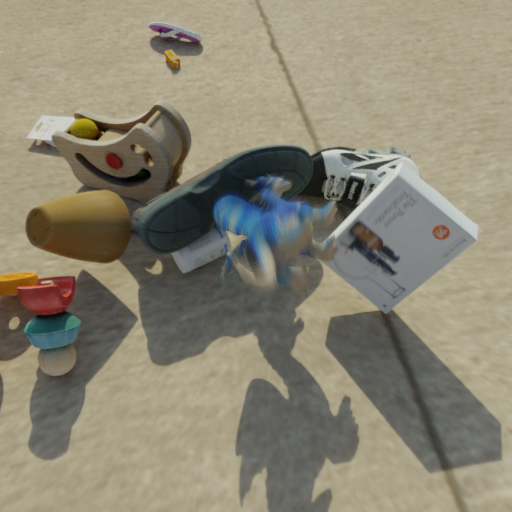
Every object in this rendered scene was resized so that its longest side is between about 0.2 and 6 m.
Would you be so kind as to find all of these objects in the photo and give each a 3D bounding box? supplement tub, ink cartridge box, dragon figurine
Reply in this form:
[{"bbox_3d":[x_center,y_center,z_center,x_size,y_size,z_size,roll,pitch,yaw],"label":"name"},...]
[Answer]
[{"bbox_3d":[-0.988,-0.162,9.953,0.956,0.631,0.631,-25,53,-19],"label":"supplement tub"},{"bbox_3d":[-4.419,-2.758,12.508,1.098,0.275,0.883,4,49,10],"label":"ink cartridge box"},{"bbox_3d":[0.013,-0.252,8.019,1.817,1.076,3.655,8,26,25],"label":"dragon figurine"}]

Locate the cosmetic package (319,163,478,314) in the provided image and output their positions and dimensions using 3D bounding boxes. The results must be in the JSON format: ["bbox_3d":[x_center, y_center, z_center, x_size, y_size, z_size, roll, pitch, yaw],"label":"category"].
[{"bbox_3d":[2.123,-0.209,8.659,1.505,1.996,0.516,37,38,-4],"label":"cosmetic package"}]

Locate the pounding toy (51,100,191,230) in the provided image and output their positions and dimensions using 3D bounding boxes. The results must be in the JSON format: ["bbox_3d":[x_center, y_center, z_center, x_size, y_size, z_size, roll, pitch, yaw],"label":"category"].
[{"bbox_3d":[-2.418,-1.729,10.506,3.282,1.876,1.883,17,51,15],"label":"pounding toy"}]

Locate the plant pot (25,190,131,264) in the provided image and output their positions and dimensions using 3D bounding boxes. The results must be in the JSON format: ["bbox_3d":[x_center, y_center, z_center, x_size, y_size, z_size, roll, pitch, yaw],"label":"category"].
[{"bbox_3d":[-2.985,-0.460,9.159,1.273,1.273,1.366,32,19,25],"label":"plant pot"}]

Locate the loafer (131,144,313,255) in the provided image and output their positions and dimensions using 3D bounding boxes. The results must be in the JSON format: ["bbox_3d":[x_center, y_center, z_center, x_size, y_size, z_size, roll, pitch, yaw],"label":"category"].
[{"bbox_3d":[-0.629,-1.179,9.847,3.390,1.218,1.066,-26,31,-19],"label":"loafer"}]

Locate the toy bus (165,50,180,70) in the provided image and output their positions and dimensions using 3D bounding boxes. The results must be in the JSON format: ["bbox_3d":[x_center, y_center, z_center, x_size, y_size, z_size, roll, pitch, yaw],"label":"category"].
[{"bbox_3d":[-2.171,-5.093,14.555,0.262,0.218,0.670,-22,52,-19],"label":"toy bus"}]

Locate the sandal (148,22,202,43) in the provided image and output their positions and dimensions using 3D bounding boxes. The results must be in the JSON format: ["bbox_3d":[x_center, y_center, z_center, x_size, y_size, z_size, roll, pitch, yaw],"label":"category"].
[{"bbox_3d":[-2.248,-5.996,15.201,1.604,0.653,0.394,17,92,14],"label":"sandal"}]

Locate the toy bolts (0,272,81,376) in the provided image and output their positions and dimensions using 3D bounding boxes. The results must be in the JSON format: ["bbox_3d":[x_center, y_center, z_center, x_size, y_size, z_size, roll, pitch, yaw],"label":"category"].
[{"bbox_3d":[-3.667,1.114,8.762,2.116,1.468,2.021,-3,8,10],"label":"toy bolts"}]

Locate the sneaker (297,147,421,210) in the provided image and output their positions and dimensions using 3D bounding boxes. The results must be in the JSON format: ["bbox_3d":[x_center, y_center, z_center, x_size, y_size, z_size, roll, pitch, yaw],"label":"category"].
[{"bbox_3d":[1.966,-1.406,10.787,2.718,1.007,1.203,-9,52,-11],"label":"sneaker"}]
